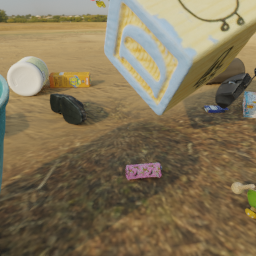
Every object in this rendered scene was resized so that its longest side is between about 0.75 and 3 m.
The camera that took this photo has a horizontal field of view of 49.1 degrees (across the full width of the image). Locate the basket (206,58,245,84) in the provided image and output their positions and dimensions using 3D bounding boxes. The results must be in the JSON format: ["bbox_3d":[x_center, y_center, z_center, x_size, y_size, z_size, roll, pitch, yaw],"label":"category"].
[{"bbox_3d":[4.430,-2.716,13.575,1.747,1.188,1.575,-10,19,-12],"label":"basket"}]

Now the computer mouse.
[{"bbox_3d":[1.832,-0.780,4.511,0.349,0.602,2.053,42,-10,6],"label":"computer mouse"}]

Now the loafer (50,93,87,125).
[{"bbox_3d":[-1.873,-0.740,9.459,0.842,0.848,2.330,-10,27,-32],"label":"loafer"}]

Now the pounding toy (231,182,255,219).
[{"bbox_3d":[2.261,1.411,4.899,0.985,0.457,0.761,38,-6,1],"label":"pounding toy"}]

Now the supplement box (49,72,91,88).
[{"bbox_3d":[-2.702,-2.266,13.150,1.862,0.619,0.640,-2,24,-4],"label":"supplement box"}]

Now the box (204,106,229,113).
[{"bbox_3d":[3.190,-0.688,10.156,0.786,0.127,0.476,-1,24,1],"label":"box"}]

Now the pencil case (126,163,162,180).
[{"bbox_3d":[0.336,0.954,6.172,0.801,0.331,0.346,-3,-2,-7],"label":"pencil case"}]

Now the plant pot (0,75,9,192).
[{"bbox_3d":[-2.889,0.846,3.103,2.979,2.799,2.979,8,26,-4],"label":"plant pot"}]

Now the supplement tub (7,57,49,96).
[{"bbox_3d":[-4.282,-2.317,12.237,1.436,1.436,1.981,-2,24,-5],"label":"supplement tub"}]

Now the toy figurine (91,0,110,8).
[{"bbox_3d":[-0.694,-4.533,8.839,2.058,1.086,1.233,-29,42,-36],"label":"toy figurine"}]

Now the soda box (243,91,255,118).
[{"bbox_3d":[4.451,-0.855,10.066,0.545,0.507,1.593,8,24,18],"label":"soda box"}]

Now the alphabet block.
[{"bbox_3d":[1.111,-2.097,6.244,2.361,2.318,2.306,-36,79,-20],"label":"alphabet block"}]
